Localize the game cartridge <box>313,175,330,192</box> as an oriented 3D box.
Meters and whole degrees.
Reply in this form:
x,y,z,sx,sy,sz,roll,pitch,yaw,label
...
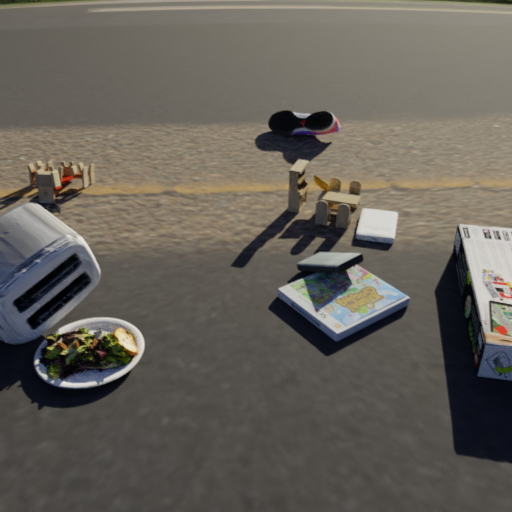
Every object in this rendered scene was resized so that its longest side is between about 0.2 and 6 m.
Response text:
x,y,z,sx,sy,sz,roll,pitch,yaw,label
1.427,-1.561,12.181,0.065,0.352,0.400,-45,67,-8,game cartridge

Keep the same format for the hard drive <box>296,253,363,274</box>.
x,y,z,sx,sy,sz,roll,pitch,yaw,label
1.292,0.117,9.887,0.685,0.161,0.981,-24,16,-38,hard drive

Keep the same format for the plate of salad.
x,y,z,sx,sy,sz,roll,pitch,yaw,label
-2.404,1.310,8.065,1.542,0.370,1.542,0,32,0,plate of salad

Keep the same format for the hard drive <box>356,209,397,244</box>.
x,y,z,sx,sy,sz,roll,pitch,yaw,label
2.478,-0.625,11.458,0.743,0.148,1.126,8,32,13,hard drive

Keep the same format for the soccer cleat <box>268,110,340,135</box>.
x,y,z,sx,sy,sz,roll,pitch,yaw,label
1.374,-3.801,16.323,2.178,0.743,0.797,7,-5,32,soccer cleat

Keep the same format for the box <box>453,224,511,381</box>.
x,y,z,sx,sy,sz,roll,pitch,yaw,label
4.328,0.634,8.930,1.934,0.610,3.514,6,32,10,box

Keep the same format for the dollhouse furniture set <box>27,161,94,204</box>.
x,y,z,sx,sy,sz,roll,pitch,yaw,label
-4.609,-1.732,12.995,1.370,0.706,1.355,4,20,5,dollhouse furniture set

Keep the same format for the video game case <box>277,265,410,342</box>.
x,y,z,sx,sy,sz,roll,pitch,yaw,label
1.434,0.675,9.287,1.635,0.180,1.489,-20,37,-30,video game case

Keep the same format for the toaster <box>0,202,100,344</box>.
x,y,z,sx,sy,sz,roll,pitch,yaw,label
-3.527,0.228,8.649,1.535,1.350,2.376,28,57,31,toaster

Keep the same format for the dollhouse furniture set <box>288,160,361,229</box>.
x,y,z,sx,sy,sz,roll,pitch,yaw,label
1.471,-1.386,11.918,1.467,0.975,1.286,11,33,17,dollhouse furniture set
